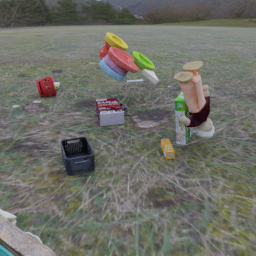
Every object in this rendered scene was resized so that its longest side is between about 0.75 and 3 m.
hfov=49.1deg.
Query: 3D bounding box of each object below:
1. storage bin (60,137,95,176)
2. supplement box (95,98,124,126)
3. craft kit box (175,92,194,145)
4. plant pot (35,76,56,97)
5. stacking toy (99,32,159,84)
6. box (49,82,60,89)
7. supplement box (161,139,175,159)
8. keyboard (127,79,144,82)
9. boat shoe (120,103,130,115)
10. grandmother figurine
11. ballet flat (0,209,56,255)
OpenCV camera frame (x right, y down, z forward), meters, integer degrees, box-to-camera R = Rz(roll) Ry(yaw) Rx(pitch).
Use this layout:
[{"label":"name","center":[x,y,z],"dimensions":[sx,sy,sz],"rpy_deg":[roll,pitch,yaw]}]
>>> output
[{"label":"storage bin","center":[-1.446,0.775,8.007],"dimensions":[0.795,0.552,1.176],"rpy_deg":[-9,27,-18]},{"label":"supplement box","center":[-0.754,-0.671,11.086],"dimensions":[0.928,0.519,1.705],"rpy_deg":[-6,25,-12]},{"label":"craft kit box","center":[1.913,-0.504,8.900],"dimensions":[0.373,1.519,1.539],"rpy_deg":[7,33,29]},{"label":"plant pot","center":[-3.930,-1.939,13.381],"dimensions":[0.832,0.914,0.914],"rpy_deg":[-17,29,-14]},{"label":"stacking toy","center":[-0.123,-2.725,12.527],"dimensions":[2.658,1.240,2.937],"rpy_deg":[28,29,-23]},{"label":"box","center":[-3.872,-2.224,14.766],"dimensions":[0.466,0.192,0.794],"rpy_deg":[-1,23,-3]},{"label":"supplement box","center":[1.218,0.637,8.615],"dimensions":[0.273,0.282,0.820],"rpy_deg":[-5,28,-4]},{"label":"keyboard","center":[0.412,-2.683,15.911],"dimensions":[0.956,0.051,0.269],"rpy_deg":[-6,21,-13]},{"label":"boat shoe","center":[-0.187,-0.794,11.598],"dimensions":[0.303,0.304,0.839],"rpy_deg":[-13,28,-26]},{"label":"grandmother figurine","center":[1.987,-0.601,8.002],"dimensions":[1.467,2.418,0.732],"rpy_deg":[-42,39,-15]},{"label":"ballet flat","center":[-2.330,2.050,5.179],"dimensions":[2.692,0.916,0.905],"rpy_deg":[23,13,31]}]
